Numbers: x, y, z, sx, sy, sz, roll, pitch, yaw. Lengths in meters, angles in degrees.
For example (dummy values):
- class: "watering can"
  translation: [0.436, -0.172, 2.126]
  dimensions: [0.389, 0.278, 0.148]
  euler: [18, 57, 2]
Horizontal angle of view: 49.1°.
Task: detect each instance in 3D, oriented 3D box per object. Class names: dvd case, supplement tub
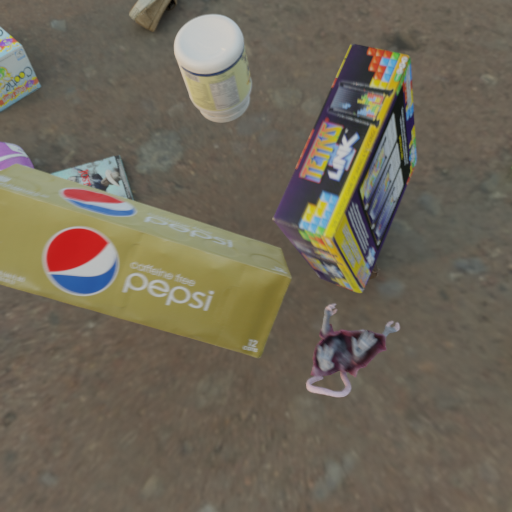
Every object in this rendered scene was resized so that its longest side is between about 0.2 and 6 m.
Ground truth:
- class: "dvd case"
  translation: [-3.517, -1.345, 11.557]
  dimensions: [1.754, 0.193, 1.280]
  euler: [-17, 62, -10]
- class: "supplement tub"
  translation: [-0.682, -3.125, 9.524]
  dimensions: [1.132, 1.561, 1.132]
  euler: [-3, 68, 6]

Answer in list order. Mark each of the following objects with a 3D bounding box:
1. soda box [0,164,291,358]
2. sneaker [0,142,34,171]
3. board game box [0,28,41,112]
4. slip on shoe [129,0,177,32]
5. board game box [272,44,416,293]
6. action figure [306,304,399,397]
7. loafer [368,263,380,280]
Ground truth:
- class: "soda box"
  translation: [-1.683, 0.056, 7.942]
  dimensions: [4.168, 1.412, 1.334]
  euler: [17, 106, -9]
- class: "sneaker"
  translation: [-5.837, -1.525, 11.342]
  dimensions: [2.527, 0.916, 1.441]
  euler: [-21, 57, -20]
- class: "board game box"
  translation: [-6.281, -4.594, 12.753]
  dimensions: [2.388, 1.230, 1.252]
  euler: [41, 68, 20]
- class: "slip on shoe"
  translation: [-2.309, -6.567, 14.164]
  dimensions: [0.705, 0.885, 2.327]
  euler: [39, 56, -18]
- class: "board game box"
  translation: [1.449, -1.026, 8.081]
  dimensions: [0.864, 3.046, 2.518]
  euler: [22, 81, 22]
- class: "action figure"
  translation: [1.175, 1.164, 6.732]
  dimensions: [0.928, 1.385, 1.032]
  euler: [14, 85, 12]
- class: "loafer"
  translation: [2.015, -0.339, 10.788]
  dimensions: [0.698, 0.718, 1.967]
  euler: [9, 65, -8]
